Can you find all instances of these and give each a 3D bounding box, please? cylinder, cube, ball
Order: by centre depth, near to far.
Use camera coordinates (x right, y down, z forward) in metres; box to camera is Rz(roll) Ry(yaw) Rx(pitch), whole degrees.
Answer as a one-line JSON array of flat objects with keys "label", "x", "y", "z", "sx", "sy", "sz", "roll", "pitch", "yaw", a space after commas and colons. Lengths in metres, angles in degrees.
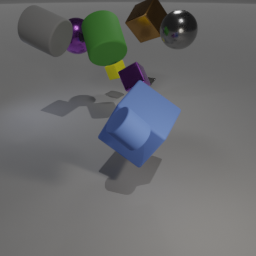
[{"label": "cylinder", "x": 0.007, "y": 0.017, "z": 6.040, "sx": 0.700, "sy": 0.700, "sz": 0.700, "roll": -37, "pitch": 30, "yaw": 25}, {"label": "cube", "x": 0.307, "y": -0.112, "z": 7.451, "sx": 1.400, "sy": 1.400, "sz": 1.400, "roll": 36, "pitch": 44, "yaw": 1}, {"label": "cube", "x": 0.213, "y": -1.598, "z": 9.029, "sx": 0.700, "sy": 0.700, "sz": 0.700, "roll": -26, "pitch": -10, "yaw": 18}, {"label": "cylinder", "x": -2.956, "y": -3.479, "z": 10.097, "sx": 1.400, "sy": 1.400, "sz": 1.400, "roll": 27, "pitch": 34, "yaw": 11}, {"label": "cylinder", "x": -0.860, "y": -3.205, "z": 10.100, "sx": 1.400, "sy": 1.400, "sz": 1.400, "roll": -9, "pitch": 68, "yaw": -17}, {"label": "ball", "x": 1.886, "y": -3.652, "z": 10.447, "sx": 1.400, "sy": 1.400, "sz": 1.400, "roll": 0, "pitch": 28, "yaw": 0}, {"label": "ball", "x": -2.056, "y": -3.693, "z": 11.271, "sx": 1.400, "sy": 1.400, "sz": 1.400, "roll": 0, "pitch": 28, "yaw": 0}, {"label": "cube", "x": -0.588, "y": -2.862, "z": 13.856, "sx": 0.700, "sy": 0.700, "sz": 0.700, "roll": -3, "pitch": 27, "yaw": 43}, {"label": "cube", "x": 0.988, "y": -5.404, "z": 14.061, "sx": 1.400, "sy": 1.400, "sz": 1.400, "roll": -1, "pitch": 55, "yaw": 45}]
